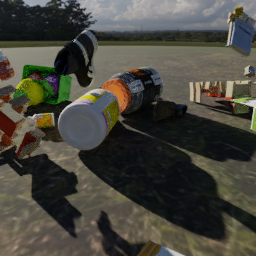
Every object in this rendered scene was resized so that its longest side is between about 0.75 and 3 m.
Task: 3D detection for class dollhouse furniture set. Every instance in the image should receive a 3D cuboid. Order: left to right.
[{"bbox_3d":[-3.418,-0.001,8.131,1.808,1.828,0.942,37,31,6],"label":"dollhouse furniture set"},{"bbox_3d":[4.535,-1.490,13.080,2.637,1.358,2.608,-4,10,-11],"label":"dollhouse furniture set"},{"bbox_3d":[3.115,-2.044,6.625,1.561,1.474,1.019,23,-20,-21],"label":"dollhouse furniture set"}]

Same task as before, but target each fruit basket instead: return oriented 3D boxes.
[{"bbox_3d":[-4.331,-1.995,13.345,2.763,1.993,2.763,9,5,-1],"label":"fruit basket"}]

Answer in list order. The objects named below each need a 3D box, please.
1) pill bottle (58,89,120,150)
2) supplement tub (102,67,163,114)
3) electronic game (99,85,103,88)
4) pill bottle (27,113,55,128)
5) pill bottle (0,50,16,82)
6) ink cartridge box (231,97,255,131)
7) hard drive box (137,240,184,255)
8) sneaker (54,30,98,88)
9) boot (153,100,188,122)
[{"bbox_3d":[-1.116,-0.453,9.456,1.488,1.488,2.855,4,21,11],"label":"pill bottle"},{"bbox_3d":[0.208,-1.657,12.296,1.747,1.747,2.851,13,24,30],"label":"supplement tub"},{"bbox_3d":[-1.219,-2.399,16.439,0.974,0.203,0.974,1,12,0],"label":"electronic game"},{"bbox_3d":[-3.204,-0.260,10.324,0.922,0.512,0.512,-6,21,-16],"label":"pill bottle"},{"bbox_3d":[-3.620,-1.787,8.066,0.460,0.820,0.460,-15,27,8],"label":"pill bottle"},{"bbox_3d":[5.247,-0.477,10.363,1.774,0.909,2.400,-9,21,-22],"label":"ink cartridge box"},{"bbox_3d":[0.570,2.194,3.930,1.102,0.423,0.859,13,25,30],"label":"hard drive box"},{"bbox_3d":[-1.664,-1.815,8.466,0.830,2.271,1.271,42,62,13],"label":"sneaker"},{"bbox_3d":[1.697,-0.705,11.158,1.006,0.775,2.076,6,19,22],"label":"boot"}]
